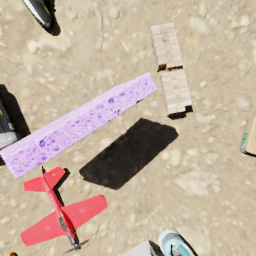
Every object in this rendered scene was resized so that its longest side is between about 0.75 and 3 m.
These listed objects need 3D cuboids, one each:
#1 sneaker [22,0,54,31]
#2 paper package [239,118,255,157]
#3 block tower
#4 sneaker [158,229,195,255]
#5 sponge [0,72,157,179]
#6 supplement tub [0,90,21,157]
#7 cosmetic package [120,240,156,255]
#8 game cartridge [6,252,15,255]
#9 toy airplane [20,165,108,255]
[{"bbox_3d":[-2.733,-4.321,8.467,1.220,0.949,2.712,-31,81,-1],"label":"sneaker"},{"bbox_3d":[3.866,0.315,8.070,0.995,0.540,1.044,16,83,2],"label":"paper package"},{"bbox_3d":[1.238,-1.686,8.254,0.699,0.748,2.587,-10,84,-1],"label":"block tower"},{"bbox_3d":[1.589,3.778,7.403,0.856,0.952,2.205,-39,84,-5],"label":"sneaker"},{"bbox_3d":[-0.916,-0.097,5.022,2.735,1.526,0.408,-33,103,-22],"label":"sponge"},{"bbox_3d":[-3.983,-0.299,7.733,1.377,1.377,2.247,-24,83,-3],"label":"supplement tub"},{"bbox_3d":[0.148,4.074,7.125,1.721,1.420,1.418,-29,84,-3],"label":"cosmetic package"},{"bbox_3d":[-3.634,5.014,7.527,2.471,0.401,2.178,-36,84,-3],"label":"game cartridge"},{"bbox_3d":[-1.947,2.204,7.851,2.633,0.484,2.633,0,82,-2],"label":"toy airplane"}]
